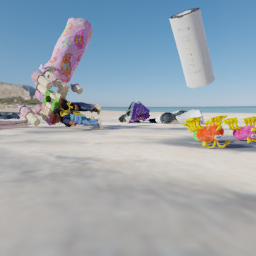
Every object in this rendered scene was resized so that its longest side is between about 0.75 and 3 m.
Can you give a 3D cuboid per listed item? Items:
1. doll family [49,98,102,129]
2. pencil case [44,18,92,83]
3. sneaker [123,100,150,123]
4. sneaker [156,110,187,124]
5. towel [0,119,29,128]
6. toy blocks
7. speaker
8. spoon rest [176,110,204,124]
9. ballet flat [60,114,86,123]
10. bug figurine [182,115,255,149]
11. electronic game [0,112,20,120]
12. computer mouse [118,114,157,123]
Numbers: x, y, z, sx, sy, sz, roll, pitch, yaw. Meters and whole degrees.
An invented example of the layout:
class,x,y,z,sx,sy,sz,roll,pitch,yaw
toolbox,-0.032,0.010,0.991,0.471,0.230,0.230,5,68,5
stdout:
class,x,y,z,sx,sy,sz,roll,pitch,yaw
doll family,-1.633,-0.446,8.456,1.398,0.949,2.419,12,-2,-18
pencil case,-2.551,-3.406,12.170,1.285,2.938,1.285,16,-21,6
sneaker,0.580,-0.785,14.419,1.099,1.062,2.634,29,22,9
sneaker,2.095,-0.496,13.035,1.763,0.657,0.768,-1,-2,-26
towel,-4.545,-0.157,9.189,1.862,0.300,1.778,1,3,31
toy blocks,-2.786,-1.136,9.842,1.591,1.766,1.890,36,22,31
speaker,2.473,-2.961,10.632,1.130,2.783,1.130,-18,25,8
spoon rest,2.924,-0.510,12.701,1.104,0.674,2.222,2,2,29
ballet flat,-2.868,-0.498,14.510,1.473,0.501,0.504,0,-6,-2
bug figurine,1.553,0.032,4.030,1.622,0.417,1.258,-5,-3,-8
electronic game,-5.635,-0.368,11.676,2.126,0.442,2.126,0,10,0
computer mouse,0.675,-0.520,15.008,2.788,0.475,0.817,3,3,32
